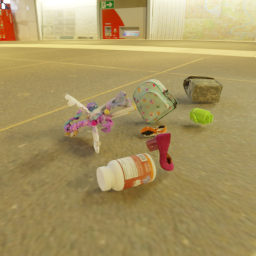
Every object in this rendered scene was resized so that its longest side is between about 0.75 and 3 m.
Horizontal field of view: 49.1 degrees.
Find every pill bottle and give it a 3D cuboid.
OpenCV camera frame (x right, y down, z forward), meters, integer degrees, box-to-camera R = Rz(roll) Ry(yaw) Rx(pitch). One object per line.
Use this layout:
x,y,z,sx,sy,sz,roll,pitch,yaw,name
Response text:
-0.044,0.929,5.789,1.117,0.627,0.627,-10,24,-24,pill bottle

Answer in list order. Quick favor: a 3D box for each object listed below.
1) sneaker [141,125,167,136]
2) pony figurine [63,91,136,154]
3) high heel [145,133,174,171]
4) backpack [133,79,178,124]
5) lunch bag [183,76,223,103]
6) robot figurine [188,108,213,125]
0.760,0.137,8.286,0.770,0.291,0.354,-5,-21,7,sneaker
-0.846,-0.286,7.737,2.050,1.707,1.979,-27,2,-11,pony figurine
0.874,0.544,5.960,0.565,1.175,0.396,-22,48,22,high heel
0.791,-0.904,9.125,1.143,1.300,0.996,-36,-4,32,backpack
3.091,-1.713,11.812,1.237,0.887,1.509,3,26,-8,lunch bag
2.339,-0.380,9.052,0.792,0.458,0.695,22,27,40,robot figurine
